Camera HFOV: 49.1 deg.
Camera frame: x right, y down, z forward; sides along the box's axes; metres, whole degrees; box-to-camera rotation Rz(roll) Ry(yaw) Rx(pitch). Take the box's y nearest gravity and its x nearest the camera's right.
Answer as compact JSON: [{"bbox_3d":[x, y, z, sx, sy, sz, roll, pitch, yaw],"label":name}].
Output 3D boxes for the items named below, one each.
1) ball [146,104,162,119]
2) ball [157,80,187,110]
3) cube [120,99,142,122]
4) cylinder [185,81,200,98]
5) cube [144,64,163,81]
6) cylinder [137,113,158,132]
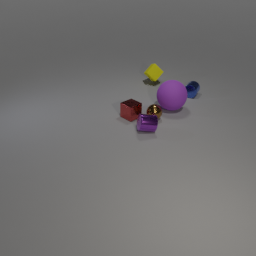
[{"bbox_3d":[1.155,-0.700,12.312,0.700,0.700,0.700,0,31,0],"label":"ball"},{"bbox_3d":[2.022,-1.508,12.912,1.400,1.400,1.400,0,31,0],"label":"ball"},{"bbox_3d":[0.135,-0.807,12.484,0.700,0.700,0.700,-26,39,-37],"label":"cube"},{"bbox_3d":[3.281,-1.986,14.439,0.700,0.700,0.700,15,34,23],"label":"cylinder"},{"bbox_3d":[1.428,-3.096,15.625,0.700,0.700,0.700,-49,15,1],"label":"cube"},{"bbox_3d":[0.779,-0.212,11.390,0.700,0.700,0.700,6,29,-14],"label":"cylinder"}]
